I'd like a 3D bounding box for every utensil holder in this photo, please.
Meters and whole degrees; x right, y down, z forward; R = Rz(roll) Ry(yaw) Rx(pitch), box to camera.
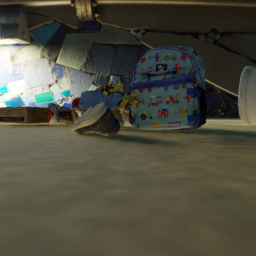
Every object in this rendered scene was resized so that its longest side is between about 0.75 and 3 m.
[{"bbox_3d":[6.344,-1.297,11.311,2.998,2.548,2.548,5,5,36],"label":"utensil holder"}]

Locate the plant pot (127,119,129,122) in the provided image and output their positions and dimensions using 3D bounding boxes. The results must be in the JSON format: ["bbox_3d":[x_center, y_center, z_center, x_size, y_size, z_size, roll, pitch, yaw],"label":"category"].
[{"bbox_3d":[0.101,-0.612,15.824,0.727,0.794,0.794,12,-3,-26],"label":"plant pot"}]

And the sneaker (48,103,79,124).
[{"bbox_3d":[-3.124,-0.691,13.572,1.068,1.012,2.599,1,3,8],"label":"sneaker"}]

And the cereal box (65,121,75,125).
[{"bbox_3d":[-2.007,-0.217,11.820,0.740,0.203,1.029,2,3,43],"label":"cereal box"}]

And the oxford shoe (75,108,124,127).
[{"bbox_3d":[-0.977,-0.334,9.280,0.868,0.667,2.309,-10,7,-41],"label":"oxford shoe"}]

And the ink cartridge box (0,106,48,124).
[{"bbox_3d":[-4.967,-0.635,14.019,1.843,0.840,2.238,0,2,26],"label":"ink cartridge box"}]

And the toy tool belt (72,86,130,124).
[{"bbox_3d":[-1.190,-0.868,10.744,2.566,1.602,1.577,8,1,13],"label":"toy tool belt"}]

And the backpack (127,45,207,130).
[{"bbox_3d":[1.171,-1.270,8.454,2.374,2.600,1.749,2,3,21],"label":"backpack"}]

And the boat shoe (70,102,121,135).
[{"bbox_3d":[-0.764,-0.066,6.410,0.661,0.766,2.109,43,-17,-14],"label":"boat shoe"}]

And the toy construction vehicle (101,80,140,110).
[{"bbox_3d":[-0.133,-0.889,7.206,0.920,0.372,1.057,30,24,17],"label":"toy construction vehicle"}]
